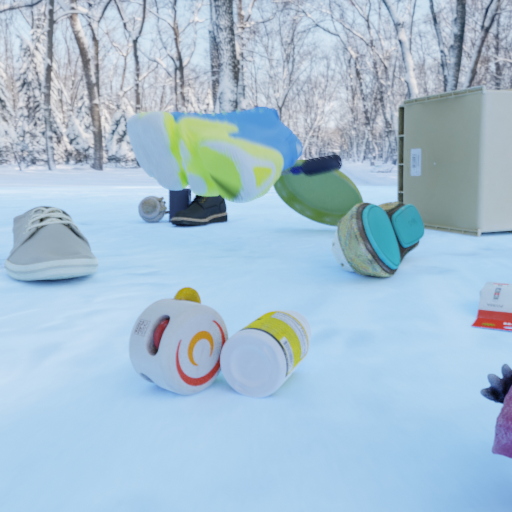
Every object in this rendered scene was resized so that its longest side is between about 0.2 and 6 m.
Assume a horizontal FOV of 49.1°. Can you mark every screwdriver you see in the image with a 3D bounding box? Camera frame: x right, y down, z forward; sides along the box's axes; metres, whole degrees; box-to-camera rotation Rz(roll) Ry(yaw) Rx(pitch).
[{"bbox_3d":[0.484,-1.537,10.210,2.339,0.326,0.340,-2,42,37],"label":"screwdriver"}]

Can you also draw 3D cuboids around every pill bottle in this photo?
[{"bbox_3d":[0.106,0.592,3.641,0.423,0.423,0.760,4,9,22],"label":"pill bottle"}]

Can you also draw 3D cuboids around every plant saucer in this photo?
[{"bbox_3d":[1.343,-1.366,11.811,2.087,0.324,2.087,23,-24,11],"label":"plant saucer"}]

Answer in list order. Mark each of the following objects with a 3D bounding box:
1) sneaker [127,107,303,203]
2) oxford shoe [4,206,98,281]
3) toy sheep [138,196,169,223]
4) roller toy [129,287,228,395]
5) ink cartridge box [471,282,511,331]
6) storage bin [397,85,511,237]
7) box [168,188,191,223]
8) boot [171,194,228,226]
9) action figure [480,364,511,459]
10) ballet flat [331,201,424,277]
[{"bbox_3d":[-0.649,-1.827,9.369,1.806,1.302,3.439,-30,41,-32],"label":"sneaker"},{"bbox_3d":[-2.808,-0.215,7.567,1.099,0.844,2.923,-1,10,-24],"label":"oxford shoe"},{"bbox_3d":[-2.634,-1.180,14.273,0.774,0.774,1.123,0,-11,-2],"label":"toy sheep"},{"bbox_3d":[-0.488,0.543,3.473,0.421,0.602,0.549,7,24,40],"label":"roller toy"},{"bbox_3d":[2.451,0.460,5.055,0.862,0.266,1.062,4,7,29],"label":"ink cartridge box"},{"bbox_3d":[4.508,-2.068,12.495,1.413,3.015,2.993,-6,10,-21],"label":"storage bin"},{"bbox_3d":[-1.984,-1.328,14.637,0.515,0.863,0.878,1,9,0],"label":"box"},{"bbox_3d":[-1.419,-1.466,13.808,0.778,1.390,2.009,4,10,24],"label":"boot"},{"bbox_3d":[1.465,0.852,1.869,0.924,1.027,1.379,-36,42,-18],"label":"action figure"},{"bbox_3d":[1.549,-0.199,7.599,1.024,1.024,2.897,4,10,26],"label":"ballet flat"}]
